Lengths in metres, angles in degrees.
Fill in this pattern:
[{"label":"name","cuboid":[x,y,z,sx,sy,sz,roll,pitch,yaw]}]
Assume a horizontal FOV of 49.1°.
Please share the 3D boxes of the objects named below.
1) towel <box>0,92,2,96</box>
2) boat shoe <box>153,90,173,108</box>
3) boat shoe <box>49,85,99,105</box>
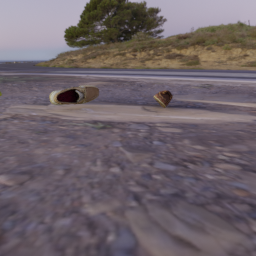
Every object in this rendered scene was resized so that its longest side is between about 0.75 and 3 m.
[{"label":"towel","cuboid":[-4.381,-0.779,7.933,1.498,0.645,0.135,-37,0,-9]},{"label":"boat shoe","cuboid":[1.408,-1.214,10.912,0.627,0.588,1.741,44,14,-1]},{"label":"boat shoe","cuboid":[-1.946,-1.222,10.776,2.015,0.746,0.669,-17,16,-28]}]
